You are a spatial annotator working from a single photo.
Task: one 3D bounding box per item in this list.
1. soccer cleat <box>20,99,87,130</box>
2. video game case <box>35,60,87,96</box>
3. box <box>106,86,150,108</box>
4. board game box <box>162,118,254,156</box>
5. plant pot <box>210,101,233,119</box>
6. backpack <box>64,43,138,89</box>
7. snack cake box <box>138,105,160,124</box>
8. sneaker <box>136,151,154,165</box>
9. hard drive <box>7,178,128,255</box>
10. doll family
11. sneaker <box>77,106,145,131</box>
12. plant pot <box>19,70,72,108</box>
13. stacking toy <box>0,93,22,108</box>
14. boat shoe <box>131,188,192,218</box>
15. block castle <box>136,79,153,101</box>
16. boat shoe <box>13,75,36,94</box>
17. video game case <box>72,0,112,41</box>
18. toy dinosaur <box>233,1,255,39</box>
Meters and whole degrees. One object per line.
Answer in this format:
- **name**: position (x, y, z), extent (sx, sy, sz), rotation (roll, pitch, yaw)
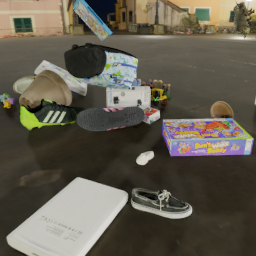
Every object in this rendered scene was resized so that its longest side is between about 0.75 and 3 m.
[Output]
- **soccer cleat**: position (-3.005, -0.676, 11.575), extent (2.763, 1.120, 0.933), rotation (-11, 26, -24)
- **video game case**: position (-3.721, -2.923, 16.135), extent (2.892, 0.318, 2.636), rotation (24, 18, -17)
- **box**: position (0.024, -1.305, 12.968), extent (2.008, 1.171, 0.604), rotation (0, 23, -2)
- **board game box**: position (2.721, 0.285, 10.020), extent (2.716, 0.608, 1.826), rotation (-1, 24, -3)
- **plant pot**: position (3.883, -0.571, 11.870), extent (1.041, 1.041, 0.480), rotation (-9, -13, -21)
- **backpack**: position (-0.804, -2.370, 10.948), extent (2.109, 1.988, 2.586), rotation (7, 21, 41)
- **snack cake box**: position (0.779, -0.619, 12.247), extent (0.643, 0.376, 1.118), rotation (-29, 35, -30)
- **sneaker**: position (0.469, 0.956, 8.972), extent (0.362, 0.308, 0.819), rotation (4, 14, 38)
- **hard drive**: position (-1.236, 2.027, 6.401), extent (1.581, 0.320, 2.397), rotation (11, 26, 24)
- **doll family**: position (1.028, -1.655, 13.763), extent (2.370, 1.370, 0.930), rotation (5, -16, 12)
- **sneaker**: position (-0.693, -0.365, 11.481), extent (2.709, 0.950, 1.111), rotation (-2, 1, -1)
- **plant pot**: position (-3.830, -1.357, 12.556), extent (1.975, 1.975, 1.714), rotation (16, 45, 32)
- **stacking toy**: position (-6.220, -1.487, 14.353), extent (1.713, 0.403, 1.292), rotation (10, 26, 24)
- **boat shoe**: position (0.804, 1.752, 6.792), extent (1.482, 0.506, 0.547), rotation (9, 25, 21)
- **block castle**: position (0.667, -1.968, 14.770), extent (2.000, 0.938, 1.336), rotation (-11, 25, -22)
- **boat shoe**: position (-4.890, -2.424, 15.673), extent (2.808, 1.049, 0.960), rotation (-16, 22, -33)
- **video game case**: position (-0.926, -2.752, 7.152), extent (0.101, 1.134, 0.812), rotation (-47, 17, -9)
- **toy dinosaur**: position (3.865, -3.706, 9.502), extent (0.693, 1.355, 0.522), rotation (-4, 44, 8)
